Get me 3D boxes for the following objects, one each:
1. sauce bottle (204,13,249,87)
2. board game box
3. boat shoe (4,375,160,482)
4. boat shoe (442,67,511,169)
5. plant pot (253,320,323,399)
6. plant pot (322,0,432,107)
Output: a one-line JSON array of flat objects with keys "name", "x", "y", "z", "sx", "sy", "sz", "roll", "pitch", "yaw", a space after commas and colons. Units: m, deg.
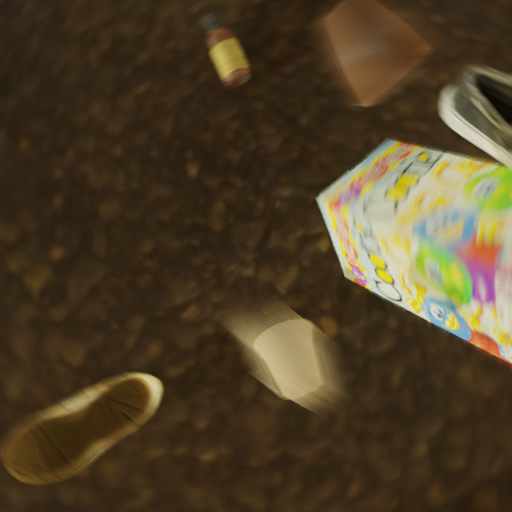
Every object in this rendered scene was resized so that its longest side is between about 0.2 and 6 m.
[{"name": "sauce bottle", "x": -0.519, "y": -3.463, "z": 9.387, "sx": 0.421, "sy": 0.421, "sz": 1.275, "roll": -20, "pitch": 77, "yaw": -4}, {"name": "board game box", "x": 2.481, "y": -0.181, "z": 7.118, "sx": 1.574, "sy": 1.546, "sz": 3.001, "roll": -40, "pitch": 38, "yaw": -18}, {"name": "boat shoe", "x": -2.360, "y": 2.392, "z": 7.845, "sx": 2.411, "sy": 0.800, "sz": 0.892, "roll": -27, "pitch": 84, "yaw": 9}, {"name": "boat shoe", "x": 4.396, "y": -1.840, "z": 8.653, "sx": 3.116, "sy": 1.105, "sz": 1.123, "roll": 28, "pitch": 79, "yaw": 6}, {"name": "plant pot", "x": 0.398, "y": 1.176, "z": 6.169, "sx": 0.718, "sy": 0.718, "sz": 0.657, "roll": -18, "pitch": 58, "yaw": -4}, {"name": "plant pot", "x": 1.587, "y": -3.049, "z": 7.967, "sx": 1.237, "sy": 1.237, "sz": 1.323, "roll": -45, "pitch": 102, "yaw": -9}]
